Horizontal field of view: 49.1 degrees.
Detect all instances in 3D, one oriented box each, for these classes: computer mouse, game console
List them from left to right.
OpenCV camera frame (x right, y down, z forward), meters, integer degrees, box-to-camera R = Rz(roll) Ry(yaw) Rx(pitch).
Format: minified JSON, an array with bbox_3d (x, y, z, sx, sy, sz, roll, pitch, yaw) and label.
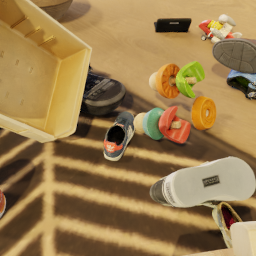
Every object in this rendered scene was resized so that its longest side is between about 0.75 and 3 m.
[{"bbox_3d":[-1.115,-1.043,8.140,2.760,0.728,1.911,28,54,38],"label":"computer mouse"},{"bbox_3d":[1.717,-4.176,10.961,1.316,1.157,0.766,-1,75,0],"label":"game console"}]

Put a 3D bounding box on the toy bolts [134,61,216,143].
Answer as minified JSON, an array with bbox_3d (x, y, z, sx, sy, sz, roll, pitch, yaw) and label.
[{"bbox_3d":[1.118,-0.443,7.257,1.406,1.937,2.028,5,52,47],"label":"toy bolts"}]

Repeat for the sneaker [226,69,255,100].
[{"bbox_3d":[3.936,-1.125,8.128,2.297,0.902,1.024,29,60,34],"label":"sneaker"}]

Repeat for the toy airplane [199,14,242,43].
[{"bbox_3d":[3.466,-3.591,10.210,1.440,1.020,1.446,-7,47,-8],"label":"toy airplane"}]

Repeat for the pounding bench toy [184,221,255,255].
[{"bbox_3d":[1.519,2.604,3.240,1.723,2.774,2.164,-6,47,-5],"label":"pounding bench toy"}]

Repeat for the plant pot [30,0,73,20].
[{"bbox_3d":[-3.454,-5.340,11.631,2.862,1.321,2.862,0,46,0],"label":"plant pot"}]

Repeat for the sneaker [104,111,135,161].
[{"bbox_3d":[-0.178,0.030,7.068,0.605,0.682,1.614,9,47,9],"label":"sneaker"}]

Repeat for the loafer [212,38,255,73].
[{"bbox_3d":[3.743,-2.064,8.025,2.553,0.918,0.804,16,35,19],"label":"loafer"}]

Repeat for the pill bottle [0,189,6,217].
[{"bbox_3d":[-3.062,1.152,5.293,0.977,1.741,0.977,0,47,0],"label":"pill bottle"}]

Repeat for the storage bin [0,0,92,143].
[{"bbox_3d":[-2.395,-1.313,6.502,1.238,2.642,2.623,-10,63,37],"label":"storage bin"}]

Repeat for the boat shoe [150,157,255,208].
[{"bbox_3d":[1.602,1.194,5.799,2.542,0.868,0.938,-7,77,-34],"label":"boat shoe"}]

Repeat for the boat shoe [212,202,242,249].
[{"bbox_3d":[2.077,2.014,5.395,0.470,0.422,1.271,-19,50,-16],"label":"boat shoe"}]
